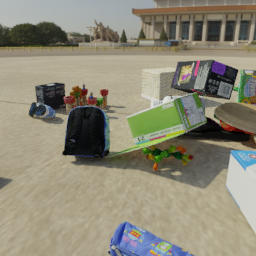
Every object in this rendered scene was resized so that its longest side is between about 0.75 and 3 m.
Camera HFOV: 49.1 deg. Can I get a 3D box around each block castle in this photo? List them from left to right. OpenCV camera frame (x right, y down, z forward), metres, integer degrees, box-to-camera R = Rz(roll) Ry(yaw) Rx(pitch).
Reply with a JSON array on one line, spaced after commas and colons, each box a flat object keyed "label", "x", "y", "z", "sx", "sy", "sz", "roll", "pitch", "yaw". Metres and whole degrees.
[{"label": "block castle", "x": -1.950, "y": -1.428, "z": 13.430, "sx": 1.584, "sy": 1.112, "sz": 2.370, "roll": 3, "pitch": 19, "yaw": 11}]

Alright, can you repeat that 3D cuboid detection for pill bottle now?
[{"label": "pill bottle", "x": 1.926, "y": -0.673, "z": 11.062, "sx": 1.976, "sy": 1.181, "sz": 1.181, "roll": -1, "pitch": 19, "yaw": -1}]

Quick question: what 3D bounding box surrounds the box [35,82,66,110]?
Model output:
[{"label": "box", "x": -3.738, "y": -1.526, "z": 13.613, "sx": 0.674, "sy": 1.179, "sz": 1.295, "roll": 14, "pitch": 23, "yaw": 36}]

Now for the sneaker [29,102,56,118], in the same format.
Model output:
[{"label": "sneaker", "x": -3.809, "y": -0.715, "z": 12.306, "sx": 0.689, "sy": 0.677, "sz": 1.788, "roll": 18, "pitch": 0, "yaw": -42}]

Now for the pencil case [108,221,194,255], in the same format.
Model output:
[{"label": "pencil case", "x": 0.359, "y": 1.929, "z": 4.227, "sx": 1.454, "sy": 0.567, "sz": 0.631, "roll": 13, "pitch": 11, "yaw": 34}]

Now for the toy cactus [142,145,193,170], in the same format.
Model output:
[{"label": "toy cactus", "x": 1.129, "y": 0.779, "z": 7.811, "sx": 1.375, "sy": 0.703, "sz": 1.134, "roll": -4, "pitch": -4, "yaw": 15}]

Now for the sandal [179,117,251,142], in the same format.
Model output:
[{"label": "sandal", "x": 2.864, "y": -0.074, "z": 10.006, "sx": 2.870, "sy": 0.687, "sz": 1.079, "roll": 4, "pitch": 20, "yaw": 9}]

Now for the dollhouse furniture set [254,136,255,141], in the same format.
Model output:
[{"label": "dollhouse furniture set", "x": 4.254, "y": 0.063, "z": 7.196, "sx": 1.864, "sy": 1.597, "sz": 1.960, "roll": -25, "pitch": 27, "yaw": 20}]

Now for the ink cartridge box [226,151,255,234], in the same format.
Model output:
[{"label": "ink cartridge box", "x": 3.490, "y": 1.226, "z": 5.629, "sx": 2.415, "sy": 1.018, "sz": 1.763, "roll": 0, "pitch": 18, "yaw": -1}]

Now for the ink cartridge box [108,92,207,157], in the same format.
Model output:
[{"label": "ink cartridge box", "x": 0.772, "y": -0.118, "z": 8.410, "sx": 2.041, "sy": 1.046, "sz": 2.762, "roll": -18, "pitch": 0, "yaw": 43}]

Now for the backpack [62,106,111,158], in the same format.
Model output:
[{"label": "backpack", "x": -1.157, "y": 0.108, "z": 8.295, "sx": 1.328, "sy": 1.451, "sz": 1.066, "roll": 2, "pitch": -2, "yaw": 10}]

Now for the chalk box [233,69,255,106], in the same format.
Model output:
[{"label": "chalk box", "x": 6.127, "y": -1.754, "z": 13.359, "sx": 2.917, "sy": 1.808, "sz": 1.821, "roll": 6, "pitch": 21, "yaw": 21}]

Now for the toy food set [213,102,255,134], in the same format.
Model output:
[{"label": "toy food set", "x": 4.321, "y": -0.234, "z": 9.800, "sx": 2.637, "sy": 0.642, "sz": 2.610, "roll": 10, "pitch": 24, "yaw": 4}]

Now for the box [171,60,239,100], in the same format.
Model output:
[{"label": "box", "x": 2.569, "y": -1.671, "z": 9.669, "sx": 1.198, "sy": 1.039, "sz": 1.959, "roll": 13, "pitch": 6, "yaw": -25}]

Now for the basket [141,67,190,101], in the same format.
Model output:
[{"label": "basket", "x": 2.056, "y": -2.402, "z": 15.491, "sx": 2.081, "sy": 1.689, "sz": 2.100, "roll": -10, "pitch": 19, "yaw": -23}]
